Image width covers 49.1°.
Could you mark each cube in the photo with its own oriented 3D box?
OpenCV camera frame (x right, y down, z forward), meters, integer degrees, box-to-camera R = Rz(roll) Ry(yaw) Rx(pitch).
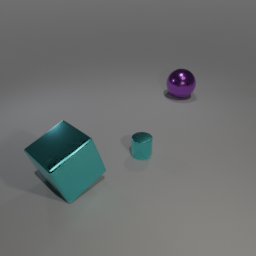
[{"bbox_3d":[-1.713,0.905,7.805,1.400,1.400,1.400,-41,46,-24],"label":"cube"}]

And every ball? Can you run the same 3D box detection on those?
[{"bbox_3d":[2.557,-2.151,13.503,1.400,1.400,1.400,0,30,0],"label":"ball"}]

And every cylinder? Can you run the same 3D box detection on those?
[{"bbox_3d":[0.465,0.598,9.413,0.700,0.700,0.700,0,30,0],"label":"cylinder"}]
